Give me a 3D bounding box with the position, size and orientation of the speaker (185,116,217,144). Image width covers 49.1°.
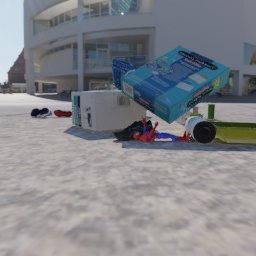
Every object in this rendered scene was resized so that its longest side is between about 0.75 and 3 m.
[{"bbox_3d":[2.042,0.022,8.008,0.636,0.636,1.567,0,7,4],"label":"speaker"}]

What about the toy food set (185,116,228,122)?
[{"bbox_3d":[3.231,-0.035,9.978,2.365,0.372,1.503,10,9,16],"label":"toy food set"}]

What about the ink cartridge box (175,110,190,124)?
[{"bbox_3d":[2.488,-0.562,12.799,0.404,0.685,1.190,-1,6,-4],"label":"ink cartridge box"}]

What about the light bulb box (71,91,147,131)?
[{"bbox_3d":[-0.822,-0.781,11.320,2.297,1.446,2.318,-5,9,-32],"label":"light bulb box"}]

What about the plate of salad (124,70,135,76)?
[{"bbox_3d":[0.304,-1.649,10.393,1.057,1.057,0.254,-3,-3,-23],"label":"plate of salad"}]

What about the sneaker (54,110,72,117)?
[{"bbox_3d":[-3.867,-0.830,16.708,1.103,0.438,0.527,8,-3,-7],"label":"sneaker"}]

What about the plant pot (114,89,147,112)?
[{"bbox_3d":[-0.191,-1.761,17.856,2.365,2.365,2.165,-6,-3,-40],"label":"plant pot"}]

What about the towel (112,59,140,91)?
[{"bbox_3d":[0.088,-2.048,12.352,0.640,1.472,2.637,-20,35,-26],"label":"towel"}]

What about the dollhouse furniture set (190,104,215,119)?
[{"bbox_3d":[3.770,-0.960,15.758,2.075,0.801,1.037,6,8,41],"label":"dollhouse furniture set"}]

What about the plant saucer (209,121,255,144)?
[{"bbox_3d":[3.233,0.123,7.858,1.825,0.438,1.828,2,6,4],"label":"plant saucer"}]

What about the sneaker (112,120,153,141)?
[{"bbox_3d":[0.155,0.059,8.188,1.363,0.540,0.514,-6,10,-31],"label":"sneaker"}]

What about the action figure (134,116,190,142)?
[{"bbox_3d":[0.908,0.020,7.809,1.528,0.756,0.499,-3,6,-4],"label":"action figure"}]

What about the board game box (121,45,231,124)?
[{"bbox_3d":[1.598,-1.589,9.464,2.953,0.693,2.230,-33,52,-26],"label":"board game box"}]

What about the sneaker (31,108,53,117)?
[{"bbox_3d":[-5.070,-0.827,16.359,1.501,0.568,0.578,2,-18,29],"label":"sneaker"}]
